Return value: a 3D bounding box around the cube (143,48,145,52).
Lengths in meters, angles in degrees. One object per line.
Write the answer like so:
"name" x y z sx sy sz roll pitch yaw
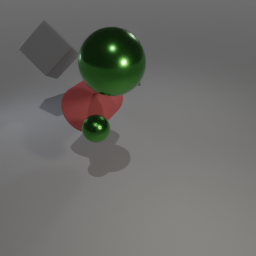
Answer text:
"cube" 0.362 -3.595 13.464 0.700 0.700 0.700 -19 59 25

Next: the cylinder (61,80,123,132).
"cylinder" -1.031 -0.773 8.374 1.400 1.400 1.400 11 29 17

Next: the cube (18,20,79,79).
"cube" -2.884 -2.862 10.484 1.400 1.400 1.400 44 5 -3

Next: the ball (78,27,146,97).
"ball" -0.327 -1.357 5.806 1.400 1.400 1.400 0 31 0

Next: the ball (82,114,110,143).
"ball" -0.789 0.013 6.924 0.700 0.700 0.700 0 31 0
